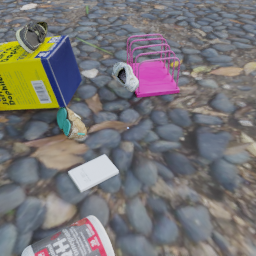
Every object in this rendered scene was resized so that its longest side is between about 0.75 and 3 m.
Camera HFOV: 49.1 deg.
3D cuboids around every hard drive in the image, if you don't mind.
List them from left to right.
[{"bbox_3d":[-0.853,1.097,6.914,1.041,0.137,0.686,-23,46,-25],"label":"hard drive"}]

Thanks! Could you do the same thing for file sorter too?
[{"bbox_3d":[0.829,-2.307,9.947,1.506,1.359,2.167,-8,41,-8],"label":"file sorter"}]

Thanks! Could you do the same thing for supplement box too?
[{"bbox_3d":[-3.201,-1.647,8.599,2.954,1.618,1.608,-2,39,14],"label":"supplement box"}]

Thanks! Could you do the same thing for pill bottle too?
[{"bbox_3d":[-1.197,2.323,4.798,1.767,0.978,0.978,-21,45,-25],"label":"pill bottle"}]

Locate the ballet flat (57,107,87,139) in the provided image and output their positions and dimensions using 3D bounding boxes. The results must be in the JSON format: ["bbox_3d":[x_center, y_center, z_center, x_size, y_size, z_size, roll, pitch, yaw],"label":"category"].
[{"bbox_3d":[-1.587,-0.113,7.945,0.595,0.643,1.823,15,17,-27],"label":"ballet flat"}]

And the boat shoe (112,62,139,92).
[{"bbox_3d":[-0.162,-1.768,9.294,0.506,0.582,1.579,20,30,-38],"label":"boat shoe"}]

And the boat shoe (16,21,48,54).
[{"bbox_3d":[-2.560,-2.602,7.677,0.583,0.633,1.773,-32,30,13],"label":"boat shoe"}]
